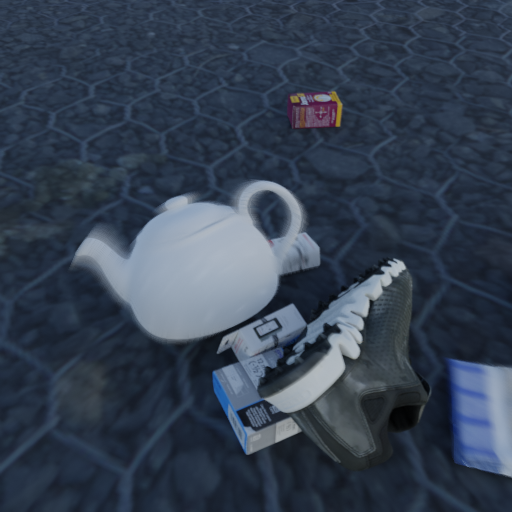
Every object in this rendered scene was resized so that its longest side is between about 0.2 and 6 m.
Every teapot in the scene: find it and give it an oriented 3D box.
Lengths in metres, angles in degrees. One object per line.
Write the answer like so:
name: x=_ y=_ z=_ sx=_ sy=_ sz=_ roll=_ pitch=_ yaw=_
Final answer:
teapot: x=-0.746 y=-0.032 z=7.184 sx=2.082 sy=1.541 sz=2.109 roll=-1 pitch=23 yaw=36

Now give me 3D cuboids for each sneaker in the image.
sneaker: x=1.332 y=1.189 z=6.547 sx=1.602 sy=1.176 sz=3.540 roll=53 pitch=32 yaw=1

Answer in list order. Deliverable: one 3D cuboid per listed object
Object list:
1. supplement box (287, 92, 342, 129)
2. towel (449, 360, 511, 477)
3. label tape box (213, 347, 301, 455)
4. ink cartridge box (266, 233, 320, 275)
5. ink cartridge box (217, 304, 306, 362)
supplement box: x=1.253 y=-3.162 z=12.133 sx=1.063 sy=0.549 sz=0.696 roll=-5 pitch=40 yaw=-6
towel: x=3.280 y=1.890 z=6.315 sx=2.072 sy=0.247 sz=1.522 roll=8 pitch=40 yaw=10
label tape box: x=0.286 y=1.587 z=6.570 sx=1.341 sy=0.443 sz=0.960 roll=-18 pitch=44 yaw=-19
ink cartridge box: x=0.510 y=-0.038 z=8.530 sx=0.778 sy=0.322 sz=0.571 roll=-13 pitch=32 yaw=-15
ink cartridge box: x=0.062 y=1.051 z=7.035 sx=1.028 sy=0.596 sz=0.349 roll=-23 pitch=67 yaw=-24
